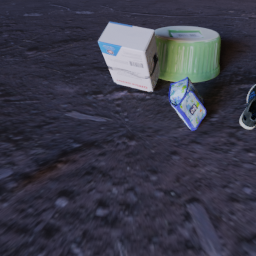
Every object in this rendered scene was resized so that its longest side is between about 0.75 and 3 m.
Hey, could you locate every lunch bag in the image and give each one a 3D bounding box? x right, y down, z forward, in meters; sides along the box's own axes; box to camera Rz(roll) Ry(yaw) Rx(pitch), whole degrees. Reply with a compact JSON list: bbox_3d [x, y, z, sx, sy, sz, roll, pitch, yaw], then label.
[{"bbox_3d":[1.474,-0.590,7.011,0.680,0.907,1.067,-21,37,35],"label":"lunch bag"}]

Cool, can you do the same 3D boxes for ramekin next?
[{"bbox_3d":[2.055,-2.820,10.296,2.759,1.348,2.759,0,32,0],"label":"ramekin"}]

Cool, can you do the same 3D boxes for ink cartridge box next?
[{"bbox_3d":[0.119,-2.027,8.213,1.388,1.913,0.801,17,69,19],"label":"ink cartridge box"}]

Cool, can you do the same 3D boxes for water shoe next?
[{"bbox_3d":[3.325,-0.632,7.090,0.542,0.599,1.517,27,64,6],"label":"water shoe"}]
